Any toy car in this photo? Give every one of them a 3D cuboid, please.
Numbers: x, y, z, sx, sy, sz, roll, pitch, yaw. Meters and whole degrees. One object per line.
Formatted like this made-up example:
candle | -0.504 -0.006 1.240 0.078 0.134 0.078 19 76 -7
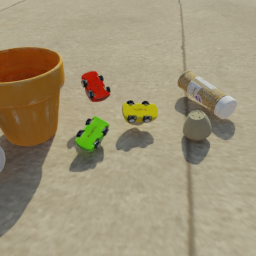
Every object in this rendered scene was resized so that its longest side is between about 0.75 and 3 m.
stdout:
toy car | -0.729 -0.276 8.486 2.738 0.611 2.577 29 58 7

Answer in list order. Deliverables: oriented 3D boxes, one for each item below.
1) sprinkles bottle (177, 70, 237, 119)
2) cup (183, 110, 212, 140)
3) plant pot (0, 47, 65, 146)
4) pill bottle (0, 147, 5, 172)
sprinkles bottle | 2.696 -1.201 9.748 0.757 0.757 2.219 -21 46 -25
cup | 2.056 -0.152 8.335 0.866 0.619 0.866 -7 42 6
plant pot | -3.012 -0.827 8.162 2.503 2.292 2.503 0 36 0
pill bottle | -4.095 0.557 7.299 1.931 1.050 1.050 23 42 38
